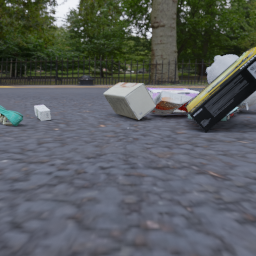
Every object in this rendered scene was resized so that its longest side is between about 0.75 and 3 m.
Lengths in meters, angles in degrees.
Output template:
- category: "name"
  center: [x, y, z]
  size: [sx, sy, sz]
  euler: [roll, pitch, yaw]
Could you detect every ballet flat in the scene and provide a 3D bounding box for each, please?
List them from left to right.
- category: "ballet flat"
  center: [-3.592, -0.339, 8.227]
  size: [1.295, 0.456, 0.436]
  euler: [17, -25, 37]

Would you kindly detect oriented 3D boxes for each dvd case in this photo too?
- category: "dvd case"
  center: [3.011, -0.532, 9.755]
  size: [1.296, 0.195, 1.776]
  euler: [6, 17, 33]

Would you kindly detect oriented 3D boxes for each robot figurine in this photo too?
- category: "robot figurine"
  center: [4.186, -1.809, 10.929]
  size: [1.562, 2.345, 2.766]
  euler: [12, 31, -29]

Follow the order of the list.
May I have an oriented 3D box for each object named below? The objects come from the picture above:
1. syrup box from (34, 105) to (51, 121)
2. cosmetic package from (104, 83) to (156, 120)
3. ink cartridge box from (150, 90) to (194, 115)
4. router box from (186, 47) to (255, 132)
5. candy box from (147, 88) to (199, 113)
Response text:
- category: "syrup box"
  center: [-2.827, -0.510, 9.244]
  size: [0.336, 0.325, 0.826]
  euler: [-11, 22, -27]
- category: "cosmetic package"
  center: [0.010, -0.966, 9.540]
  size: [0.804, 0.952, 1.842]
  euler: [-38, 25, -15]
- category: "ink cartridge box"
  center: [1.693, -0.730, 9.768]
  size: [1.685, 0.423, 1.367]
  euler: [14, -17, -12]
- category: "router box"
  center: [2.771, -1.117, 7.658]
  size: [2.519, 0.658, 1.981]
  euler: [-43, 3, 14]
- category: "candy box"
  center: [1.819, -1.189, 11.699]
  size: [1.925, 0.821, 2.295]
  euler: [1, 11, -2]
